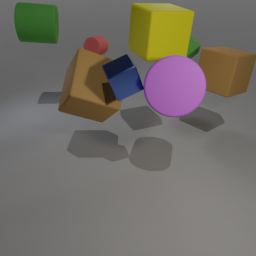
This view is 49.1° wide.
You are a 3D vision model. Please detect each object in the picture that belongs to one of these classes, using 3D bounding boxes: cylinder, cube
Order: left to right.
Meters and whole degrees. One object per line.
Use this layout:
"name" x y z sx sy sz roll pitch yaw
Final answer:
"cylinder" -3.416 -3.963 10.636 1.400 1.400 1.400 1 28 -7
"cube" -1.018 -1.126 7.896 1.400 1.400 1.400 15 -20 -22
"cylinder" -1.196 -3.075 10.526 0.700 0.700 0.700 11 25 19
"cube" -0.127 -1.213 6.734 0.700 0.700 0.700 -25 42 0
"cube" 0.953 -2.960 8.581 1.400 1.400 1.400 -10 34 -22
"cylinder" 1.139 -1.072 6.962 1.400 1.400 1.400 4 13 7
"cube" 2.337 -3.150 11.044 0.700 0.700 0.700 -38 80 0
"cube" 3.434 -2.036 9.943 1.400 1.400 1.400 -16 34 -40
